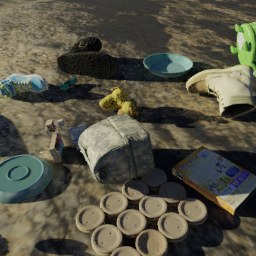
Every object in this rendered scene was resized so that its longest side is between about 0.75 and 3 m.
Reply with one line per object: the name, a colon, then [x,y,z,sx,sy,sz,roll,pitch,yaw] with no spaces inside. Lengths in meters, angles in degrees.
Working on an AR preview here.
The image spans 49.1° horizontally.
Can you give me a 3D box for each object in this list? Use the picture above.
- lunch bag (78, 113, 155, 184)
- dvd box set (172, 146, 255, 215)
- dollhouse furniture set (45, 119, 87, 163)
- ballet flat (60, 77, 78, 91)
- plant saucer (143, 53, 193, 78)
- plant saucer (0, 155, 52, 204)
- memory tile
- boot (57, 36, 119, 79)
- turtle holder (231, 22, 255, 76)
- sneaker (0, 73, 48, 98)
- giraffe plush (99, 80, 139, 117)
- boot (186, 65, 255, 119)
lunch bag: [-0.399,0.576,7.651,1.647,1.368,1.963,-17,28,-14]
dvd box set: [2.401,1.331,7.656,1.426,0.287,1.949,-29,46,-34]
dollhouse furniture set: [-1.684,0.317,8.305,1.225,1.156,0.799,-12,37,3]
ballet flat: [-2.599,-1.872,12.045,0.373,0.373,1.022,23,48,28]
plant saucer: [1.905,-2.966,13.428,2.339,0.420,2.339,0,35,0]
plant saucer: [-3.024,1.306,7.738,1.783,0.244,1.783,0,37,0]
memory tile: [0.348,2.089,6.648,2.756,0.231,2.112,-25,42,-31]
boot: [-1.615,-3.494,13.494,3.123,1.175,2.335,12,38,16]
turtle holder: [6.015,-3.633,12.744,1.923,2.058,2.708,-7,39,5]
sneaker: [-4.313,-1.618,11.298,2.012,0.800,1.314,7,34,25]
giraffe plush: [-0.155,-0.837,10.102,1.135,1.400,1.208,52,41,9]
boot: [3.399,-1.259,10.519,2.556,0.921,1.976,-8,53,28]
